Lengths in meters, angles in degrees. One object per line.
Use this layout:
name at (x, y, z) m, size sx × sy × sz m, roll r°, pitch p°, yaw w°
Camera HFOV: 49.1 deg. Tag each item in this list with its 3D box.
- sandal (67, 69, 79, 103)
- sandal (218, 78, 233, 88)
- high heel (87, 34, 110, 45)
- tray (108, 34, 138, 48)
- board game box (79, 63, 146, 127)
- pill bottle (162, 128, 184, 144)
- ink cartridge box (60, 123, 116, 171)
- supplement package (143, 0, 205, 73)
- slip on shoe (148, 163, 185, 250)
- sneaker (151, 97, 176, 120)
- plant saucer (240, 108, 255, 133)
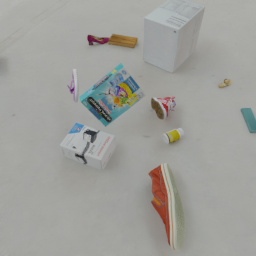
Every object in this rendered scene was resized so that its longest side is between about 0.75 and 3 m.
sandal at (-2.297, -1.729, 11.695) m, size 0.445 × 0.737 × 1.811 m, roll -3°, pitch 49°, yaw -8°
sandal at (4.727, -2.220, 13.432) m, size 0.924 × 0.304 × 0.339 m, roll -27°, pitch 55°, yaw -21°
high heel at (-1.628, -5.009, 15.596) m, size 1.291 × 0.621 × 0.435 m, roll -20°, pitch 52°, yaw -16°
tray at (-0.273, -4.898, 15.736) m, size 1.506 × 0.279 × 0.743 m, roll 12°, pitch 50°, yaw 11°
board game box at (-0.549, -1.155, 10.191) m, size 1.945 × 1.468 × 0.456 m, roll -38°, pitch 35°, yaw 7°
pill bottle at (1.808, 0.309, 11.184) m, size 0.795 × 0.455 × 0.455 m, roll -21°, pitch 53°, yaw -16°
ink cartridge box at (-1.491, 0.682, 10.678) m, size 1.732 × 0.725 × 1.256 m, roll 18°, pitch 52°, yaw 15°
supplement package at (2.233, -4.694, 14.090) m, size 1.914 × 2.489 × 2.602 m, roll 29°, pitch 56°, yaw 22°
slip on shoe at (1.228, 2.500, 9.099) m, size 0.868 × 1.051 × 2.838 m, roll -23°, pitch 50°, yaw 18°
sneaker at (1.631, -0.870, 11.607) m, size 1.026 × 0.650 × 1.824 m, roll -3°, pitch 24°, yaw -8°
plant saucer at (5.245, -0.354, 11.969) m, size 0.486 × 0.132 × 1.389 m, roll -2°, pitch 51°, yaw -1°
